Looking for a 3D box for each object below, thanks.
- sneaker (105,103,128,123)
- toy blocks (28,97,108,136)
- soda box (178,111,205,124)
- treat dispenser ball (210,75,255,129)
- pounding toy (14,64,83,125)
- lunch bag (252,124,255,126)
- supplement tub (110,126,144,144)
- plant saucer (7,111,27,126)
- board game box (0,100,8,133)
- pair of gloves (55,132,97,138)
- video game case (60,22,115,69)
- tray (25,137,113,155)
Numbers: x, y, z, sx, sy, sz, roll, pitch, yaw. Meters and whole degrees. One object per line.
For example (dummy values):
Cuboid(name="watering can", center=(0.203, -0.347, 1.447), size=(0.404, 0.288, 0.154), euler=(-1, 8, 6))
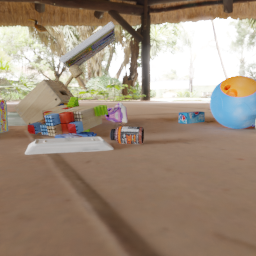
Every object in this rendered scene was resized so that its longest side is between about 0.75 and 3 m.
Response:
Cuboid(name="sneaker", center=(-0.686, -0.765, 14.511), size=(1.049, 0.954, 2.372), euler=(-8, 9, -6))
Cuboid(name="toy blocks", center=(-2.276, -0.278, 9.852), size=(2.656, 1.327, 1.815), euler=(3, 18, 34))
Cuboid(name="soda box", center=(3.169, -0.532, 13.885), size=(1.565, 0.531, 0.502), euler=(-6, 9, -43))
Cuboid(name="treat dispenser ball", center=(4.498, -1.058, 11.500), size=(2.186, 2.186, 2.186), euler=(0, 7, 0))
Cuboid(name="pounding toy", center=(-2.883, -1.348, 12.095), size=(2.875, 1.316, 2.526), euler=(-40, -2, 12))
Cuboid(name="lunch bag", center=(5.823, -0.397, 12.467), size=(0.821, 0.618, 0.386), euler=(-3, 7, -24))
Cuboid(name="supplement tub", center=(-0.029, 0.208, 8.119), size=(0.944, 0.505, 0.505), euler=(1, 7, 11))
Cuboid(name="plant saucer", center=(-5.153, -0.503, 13.568), size=(2.278, 0.572, 2.278), euler=(0, 7, 0))
Cuboid(name="board game box", center=(-5.357, -0.342, 9.607), size=(1.237, 1.215, 2.359), euler=(1, 7, 9))
Cuboid(name="pair of gloves", center=(-1.684, 0.261, 9.155), size=(1.038, 0.147, 1.291), euler=(6, 10, 33))
Cuboid(name="video game case", center=(-1.673, -3.476, 12.246), size=(2.584, 0.285, 2.352), euler=(-35, 5, 0))
Cuboid(name="tray", center=(-1.547, 0.426, 7.426), size=(2.166, 0.240, 1.163), euler=(-2, 6, -15))
